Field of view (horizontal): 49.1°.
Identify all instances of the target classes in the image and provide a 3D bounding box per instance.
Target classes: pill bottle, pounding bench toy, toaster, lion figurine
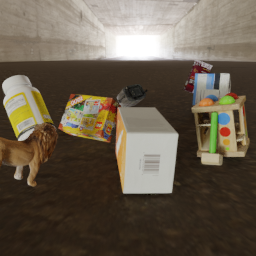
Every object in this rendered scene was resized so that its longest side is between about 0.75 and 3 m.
[{"bbox_3d":[-2.592,-0.464,7.191,0.949,1.706,0.949,-25,-14,-7],"label":"pill bottle"},{"bbox_3d":[2.011,-0.037,6.220,1.031,1.294,1.659,-3,14,30],"label":"pounding bench toy"},{"bbox_3d":[0.143,-1.306,11.498,1.247,0.709,0.805,-22,-11,-40],"label":"toaster"},{"bbox_3d":[-1.902,0.420,4.637,0.640,1.082,1.766,21,7,24],"label":"lion figurine"}]

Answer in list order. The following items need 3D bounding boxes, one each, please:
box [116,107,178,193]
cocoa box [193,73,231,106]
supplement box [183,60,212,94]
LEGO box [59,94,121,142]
[{"bbox_3d":[0.270,0.333,5.469,0.878,1.120,1.801,1,17,-7],"label":"box"},{"bbox_3d":[3.123,-1.286,10.346,1.172,1.191,1.786,5,1,21],"label":"cocoa box"},{"bbox_3d":[3.196,-2.298,12.863,0.793,1.456,0.443,20,10,-3],"label":"supplement box"},{"bbox_3d":[-0.922,-0.259,6.806,1.284,0.956,0.495,8,-16,30],"label":"LEGO box"}]
